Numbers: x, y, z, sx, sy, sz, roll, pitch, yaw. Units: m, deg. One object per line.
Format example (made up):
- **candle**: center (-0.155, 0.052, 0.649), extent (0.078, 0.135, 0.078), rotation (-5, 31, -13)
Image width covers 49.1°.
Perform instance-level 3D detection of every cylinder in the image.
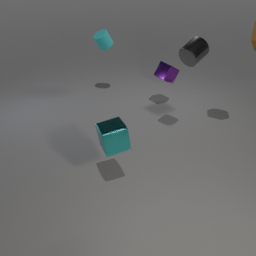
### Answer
- **cylinder**: center (-1.146, -4.087, 13.011), extent (0.700, 0.700, 0.700), rotation (-18, 45, 19)
- **cylinder**: center (2.102, -2.433, 8.941), extent (0.700, 0.700, 0.700), rotation (-43, 46, -18)

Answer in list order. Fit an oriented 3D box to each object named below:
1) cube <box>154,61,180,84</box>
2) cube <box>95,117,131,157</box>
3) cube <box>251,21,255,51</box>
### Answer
- **cube**: center (1.733, -2.480, 12.570), extent (0.700, 0.700, 0.700), rotation (13, 19, -46)
- **cube**: center (-0.395, 0.223, 7.480), extent (0.700, 0.700, 0.700), rotation (-18, 32, -13)
- **cube**: center (4.467, -2.982, 9.052), extent (0.700, 0.700, 0.700), rotation (8, -10, 35)
